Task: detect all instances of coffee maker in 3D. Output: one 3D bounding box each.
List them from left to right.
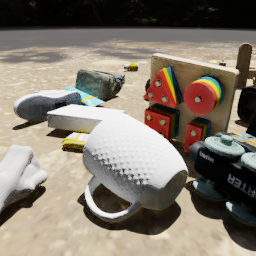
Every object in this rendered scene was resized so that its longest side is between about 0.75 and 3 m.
[{"bbox_3d":[4.261,-0.790,8.647,1.902,1.281,1.827,-14,6,-32],"label":"coffee maker"}]

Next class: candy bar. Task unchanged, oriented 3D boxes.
[{"bbox_3d":[-0.390,0.425,6.714,2.549,0.282,0.636,6,27,14],"label":"candy bar"}]

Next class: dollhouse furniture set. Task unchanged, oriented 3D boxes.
[{"bbox_3d":[5.513,-3.225,12.844,2.461,2.108,2.588,6,24,14],"label":"dollhouse furniture set"}]

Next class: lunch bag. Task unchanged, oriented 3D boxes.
[{"bbox_3d":[-1.134,-1.687,10.783,1.482,1.033,1.243,19,14,36],"label":"lunch bag"}]

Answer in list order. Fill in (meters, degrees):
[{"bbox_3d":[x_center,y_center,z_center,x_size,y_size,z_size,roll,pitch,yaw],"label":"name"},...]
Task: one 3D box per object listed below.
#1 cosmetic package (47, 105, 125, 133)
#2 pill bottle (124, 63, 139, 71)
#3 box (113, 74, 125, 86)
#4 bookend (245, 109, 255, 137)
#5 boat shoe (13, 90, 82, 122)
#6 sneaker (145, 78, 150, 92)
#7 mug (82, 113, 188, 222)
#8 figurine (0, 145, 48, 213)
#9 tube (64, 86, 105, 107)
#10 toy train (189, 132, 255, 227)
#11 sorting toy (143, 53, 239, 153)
[{"bbox_3d":[-1.128,-0.265,7.903,1.798,0.464,1.355,8,18,17],"label":"cosmetic package"},{"bbox_3d":[0.169,-3.321,15.194,0.756,0.426,0.426,-3,24,-7],"label":"pill bottle"},{"bbox_3d":[-0.459,-2.132,12.485,0.558,0.393,0.754,4,24,10],"label":"box"},{"bbox_3d":[3.711,0.058,6.366,1.562,0.720,1.552,27,19,31],"label":"bookend"},{"bbox_3d":[-2.685,-0.858,8.940,1.022,0.886,2.398,18,27,35],"label":"boat shoe"},{"bbox_3d":[1.801,-1.241,10.162,2.439,0.924,1.068,18,12,31],"label":"sneaker"},{"bbox_3d":[0.033,0.800,4.855,1.562,1.315,1.782,32,68,34],"label":"mug"},{"bbox_3d":[-2.659,1.130,4.619,2.038,0.877,1.989,4,32,9],"label":"figurine"},{"bbox_3d":[-1.643,-1.069,10.096,1.755,0.442,0.679,25,41,37],"label":"tube"},{"bbox_3d":[2.371,0.920,4.560,1.664,1.244,2.920,-3,22,-32],"label":"toy train"},{"bbox_3d":[1.226,-0.467,6.431,2.058,2.046,0.716,22,37,34],"label":"sorting toy"}]
